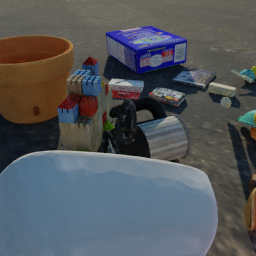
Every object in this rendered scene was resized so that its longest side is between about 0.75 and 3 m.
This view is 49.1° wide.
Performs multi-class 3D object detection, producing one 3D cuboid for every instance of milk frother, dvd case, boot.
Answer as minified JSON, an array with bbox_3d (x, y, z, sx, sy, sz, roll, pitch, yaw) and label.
[{"bbox_3d":[0.468,0.121,5.884,1.713,1.643,1.821,-15,6,-21],"label":"milk frother"},{"bbox_3d":[2.591,-1.979,10.855,1.211,0.130,1.629,17,37,25],"label":"dvd case"},{"bbox_3d":[2.785,1.482,5.181,1.098,0.542,1.415,18,30,19],"label":"boot"}]

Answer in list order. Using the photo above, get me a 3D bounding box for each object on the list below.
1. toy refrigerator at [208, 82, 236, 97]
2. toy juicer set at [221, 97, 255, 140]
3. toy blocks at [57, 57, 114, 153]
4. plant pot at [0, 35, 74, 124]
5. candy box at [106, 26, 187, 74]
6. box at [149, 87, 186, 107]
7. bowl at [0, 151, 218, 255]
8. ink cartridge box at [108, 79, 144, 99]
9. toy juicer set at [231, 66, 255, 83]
[{"bbox_3d":[3.233,-1.309,9.665,0.851,0.298,0.323,20,31,27],"label":"toy refrigerator"},{"bbox_3d":[3.262,-0.087,7.011,2.864,0.779,1.822,27,12,38],"label":"toy juicer set"},{"bbox_3d":[-0.988,-0.564,6.991,1.383,1.892,2.768,6,34,9],"label":"toy blocks"},{"bbox_3d":[-2.946,-1.433,8.302,2.790,1.953,2.790,0,33,0],"label":"plant pot"},{"bbox_3d":[0.731,-3.574,12.414,2.490,1.134,2.945,-17,37,-22],"label":"candy box"},{"bbox_3d":[1.310,-1.057,9.336,1.044,0.208,0.714,18,37,25],"label":"box"},{"bbox_3d":[-0.325,1.345,2.962,2.392,2.395,0.894,11,40,-34],"label":"bowl"},{"bbox_3d":[-0.113,-1.379,9.794,1.191,0.266,1.049,6,32,9],"label":"ink cartridge box"},{"bbox_3d":[4.610,-1.872,10.521,1.475,0.401,0.938,-14,51,-30],"label":"toy juicer set"}]
